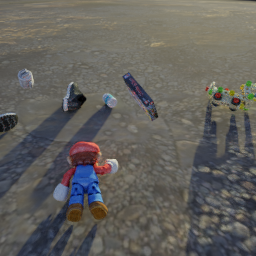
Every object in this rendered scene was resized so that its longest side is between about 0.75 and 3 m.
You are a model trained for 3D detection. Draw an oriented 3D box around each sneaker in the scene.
[{"bbox_3d":[-2.319,-1.407,12.632,0.958,0.704,2.118,3,35,-1],"label":"sneaker"},{"bbox_3d":[-5.138,-0.208,10.619,1.867,0.733,0.832,-21,40,-30],"label":"sneaker"}]

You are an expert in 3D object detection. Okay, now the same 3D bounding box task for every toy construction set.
[{"bbox_3d":[4.532,-1.517,12.343,2.453,1.130,1.609,11,57,31],"label":"toy construction set"}]

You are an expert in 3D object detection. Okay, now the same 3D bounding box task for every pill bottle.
[{"bbox_3d":[-0.849,-1.261,12.580,0.452,0.452,0.815,-16,35,-23],"label":"pill bottle"}]

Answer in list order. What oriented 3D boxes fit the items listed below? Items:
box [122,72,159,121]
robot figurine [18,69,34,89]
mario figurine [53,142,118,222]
[{"bbox_3d":[0.419,-1.044,9.356,0.285,1.032,1.512,-34,58,-3],"label":"box"},{"bbox_3d":[-3.666,-1.745,10.063,0.476,0.842,0.714,-35,73,-24],"label":"robot figurine"},{"bbox_3d":[-1.139,1.494,7.970,1.538,1.321,2.492,26,34,-28],"label":"mario figurine"}]
